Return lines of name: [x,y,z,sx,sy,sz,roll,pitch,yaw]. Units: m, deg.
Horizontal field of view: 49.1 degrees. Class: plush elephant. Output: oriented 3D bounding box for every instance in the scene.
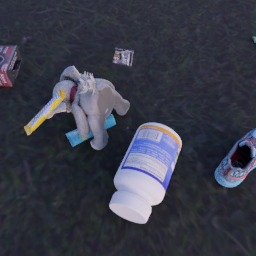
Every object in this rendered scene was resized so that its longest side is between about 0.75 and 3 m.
plush elephant: [-1.693,-0.931,10.014,2.238,2.891,2.381,12,61,31]

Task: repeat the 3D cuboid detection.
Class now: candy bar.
candy bar: [-2.337,-0.458,7.889,1.575,0.175,0.393,-46,50,4]

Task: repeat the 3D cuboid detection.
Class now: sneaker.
sneaker: [4.020,0.819,9.246,1.071,1.290,2.702,37,62,23]

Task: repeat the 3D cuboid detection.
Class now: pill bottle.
pill bottle: [0.533,1.368,8.685,1.598,1.598,2.852,18,58,13]

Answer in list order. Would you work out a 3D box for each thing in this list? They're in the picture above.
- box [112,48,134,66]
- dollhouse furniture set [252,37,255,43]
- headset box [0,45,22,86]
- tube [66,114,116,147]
box: [-0.198,-2.788,10.956,0.759,0.599,0.189,13,17,10]
dollhouse furniture set: [6.360,-4.269,13.424,0.498,0.381,0.760,-3,55,-2]
headset box: [-5.743,-2.691,11.994,2.332,0.875,1.733,2,55,2]
tube: [-1.349,0.053,10.370,1.826,0.460,0.707,-27,46,-13]
